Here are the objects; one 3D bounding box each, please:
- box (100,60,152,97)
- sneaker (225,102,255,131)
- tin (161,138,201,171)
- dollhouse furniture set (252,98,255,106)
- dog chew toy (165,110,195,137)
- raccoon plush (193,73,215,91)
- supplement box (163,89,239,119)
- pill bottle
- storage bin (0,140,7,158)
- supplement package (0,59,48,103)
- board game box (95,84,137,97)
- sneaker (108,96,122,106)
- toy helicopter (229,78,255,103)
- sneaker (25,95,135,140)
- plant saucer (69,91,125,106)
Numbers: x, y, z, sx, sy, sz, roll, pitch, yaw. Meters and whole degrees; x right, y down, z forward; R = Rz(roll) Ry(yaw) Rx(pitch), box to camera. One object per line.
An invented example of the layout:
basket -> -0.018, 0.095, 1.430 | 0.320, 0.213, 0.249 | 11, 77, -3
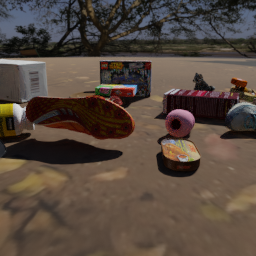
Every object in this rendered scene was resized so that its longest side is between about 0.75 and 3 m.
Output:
box -> -0.109, -2.362, 13.325 | 2.435, 1.667, 0.486 | 2, 17, 7
sneaker -> 3.822, -0.264, 8.072 | 2.125, 0.825, 0.917 | -6, 21, -18
tin -> 1.169, 0.567, 6.295 | 0.798, 0.299, 1.426 | -3, 17, 4
dollhouse furniture set -> 4.722, -0.838, 9.883 | 1.043, 0.806, 2.087 | -4, 18, -15
dog chew toy -> 1.544, -0.165, 7.948 | 0.762, 0.762, 1.223 | 10, 12, 28
raccoon plush -> 3.965, -2.434, 14.715 | 1.445, 0.968, 0.699 | -14, 22, -37
supplement box -> 2.658, -0.906, 10.160 | 2.494, 0.759, 1.357 | 7, 18, 23
pill bottle -> -3.437, -0.210, 7.720 | 1.576, 0.886, 0.886 | -6, 18, -17
storage bin -> -2.908, 0.250, 5.143 | 0.525, 1.119, 0.757 | -31, 15, 17
supplement package -> -5.361, -2.228, 12.868 | 2.844, 1.663, 1.669 | 9, 19, 26
board game box -> -0.470, -1.633, 12.038 | 1.612, 0.325, 1.233 | 3, 17, 9
sneaker -> -0.694, -0.872, 10.387 | 1.125, 0.438, 0.462 | -19, -15, -38
toy helicopter -> 5.234, -1.084, 10.922 | 1.753, 1.046, 2.651 | -1, 26, -36
sneaker -> -1.170, -0.345, 7.228 | 2.868, 1.047, 1.106 | 12, 1, 14
plant saucer -> -1.386, -1.235, 11.924 | 2.540, 0.374, 2.540 | 0, 16, 0
